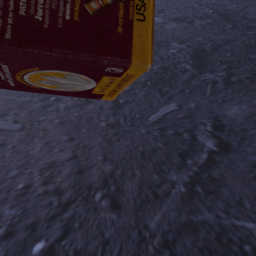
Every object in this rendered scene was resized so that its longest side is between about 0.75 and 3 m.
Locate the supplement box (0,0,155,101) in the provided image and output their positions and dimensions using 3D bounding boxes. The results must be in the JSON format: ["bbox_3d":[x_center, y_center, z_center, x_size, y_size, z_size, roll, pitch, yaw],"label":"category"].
[{"bbox_3d":[-1.237,-1.306,3.520,2.752,1.420,1.801,5,-7,-16],"label":"supplement box"}]
